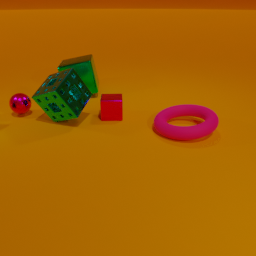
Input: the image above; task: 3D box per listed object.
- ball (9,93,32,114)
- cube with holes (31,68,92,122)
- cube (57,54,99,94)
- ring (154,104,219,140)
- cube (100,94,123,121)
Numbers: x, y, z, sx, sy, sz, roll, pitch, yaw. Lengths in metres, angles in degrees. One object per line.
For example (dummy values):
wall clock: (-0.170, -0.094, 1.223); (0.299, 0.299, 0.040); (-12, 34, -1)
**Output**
ball: (-3.611, -0.822, 9.400); (0.706, 0.706, 0.706); (0, 25, 0)
cube with holes: (-2.025, -1.006, 8.730); (1.094, 1.094, 1.094); (-7, 43, 35)
cube: (-1.947, -2.094, 11.292); (1.304, 1.304, 1.304); (-11, 26, 1)
ring: (1.729, -0.215, 8.432); (1.913, 0.383, 1.913); (-6, 27, 3)
cube: (-0.536, -0.695, 9.293); (0.710, 0.710, 0.710); (-1, 25, -2)
